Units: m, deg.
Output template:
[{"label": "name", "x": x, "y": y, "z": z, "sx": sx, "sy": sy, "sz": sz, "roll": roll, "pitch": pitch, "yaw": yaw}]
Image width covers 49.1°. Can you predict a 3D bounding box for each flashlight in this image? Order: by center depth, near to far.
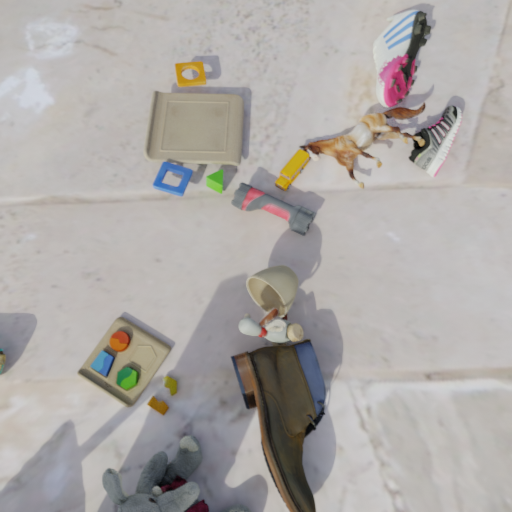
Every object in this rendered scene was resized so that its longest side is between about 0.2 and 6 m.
[{"label": "flashlight", "x": 0.342, "y": -0.964, "z": 11.894, "sx": 1.724, "sy": 0.584, "sz": 0.586, "roll": 27, "pitch": 57, "yaw": 7}]

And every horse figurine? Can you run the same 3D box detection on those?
[{"label": "horse figurine", "x": 2.531, "y": -2.591, "z": 12.554, "sx": 2.675, "sy": 0.668, "sz": 1.773, "roll": -38, "pitch": 49, "yaw": -8}]

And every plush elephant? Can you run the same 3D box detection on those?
[{"label": "plush elephant", "x": -1.432, "y": 3.986, "z": 8.651, "sx": 2.355, "sy": 1.823, "sz": 1.940, "roll": -29, "pitch": 67, "yaw": -14}]

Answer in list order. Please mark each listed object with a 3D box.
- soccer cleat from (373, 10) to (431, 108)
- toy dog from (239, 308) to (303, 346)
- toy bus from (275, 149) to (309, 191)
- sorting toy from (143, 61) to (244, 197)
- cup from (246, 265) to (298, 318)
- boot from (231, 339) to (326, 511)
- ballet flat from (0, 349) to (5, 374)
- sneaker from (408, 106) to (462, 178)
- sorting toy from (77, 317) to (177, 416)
[{"label": "soccer cleat", "x": 3.326, "y": -4.790, "z": 13.743, "sx": 1.221, "sy": 0.988, "sz": 2.828, "roll": 11, "pitch": 67, "yaw": 38}, {"label": "toy dog", "x": 0.283, "y": 1.245, "z": 10.349, "sx": 0.894, "sy": 1.356, "sz": 0.653, "roll": -17, "pitch": 58, "yaw": 21}, {"label": "toy bus", "x": 0.798, "y": -1.904, "z": 12.466, "sx": 0.313, "sy": 0.377, "sz": 0.963, "roll": 32, "pitch": 67, "yaw": 15}, {"label": "sorting toy", "x": -1.389, "y": -2.894, "z": 12.918, "sx": 2.163, "sy": 0.523, "sz": 3.842, "roll": 4, "pitch": 63, "yaw": -3}, {"label": "cup", "x": 0.401, "y": 0.574, "z": 10.543, "sx": 0.967, "sy": 0.967, "sz": 0.691, "roll": 38, "pitch": 60, "yaw": 18}, {"label": "boot", "x": 0.745, "y": 2.887, "z": 9.590, "sx": 1.530, "sy": 1.180, "sz": 3.157, "roll": -19, "pitch": 63, "yaw": -7}, {"label": "ballet flat", "x": -5.808, "y": 1.970, "z": 10.331, "sx": 2.312, "sy": 0.817, "sz": 0.817, "roll": 6, "pitch": 63, "yaw": 4}, {"label": "sneaker", "x": 4.021, "y": -2.729, "z": 12.691, "sx": 0.849, "sy": 0.716, "sz": 1.941, "roll": 25, "pitch": 70, "yaw": 5}, {"label": "sorting toy", "x": -2.242, "y": 2.095, "z": 10.501, "sx": 1.852, "sy": 0.248, "sz": 1.380, "roll": 28, "pitch": 66, "yaw": 14}]
